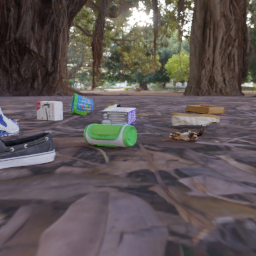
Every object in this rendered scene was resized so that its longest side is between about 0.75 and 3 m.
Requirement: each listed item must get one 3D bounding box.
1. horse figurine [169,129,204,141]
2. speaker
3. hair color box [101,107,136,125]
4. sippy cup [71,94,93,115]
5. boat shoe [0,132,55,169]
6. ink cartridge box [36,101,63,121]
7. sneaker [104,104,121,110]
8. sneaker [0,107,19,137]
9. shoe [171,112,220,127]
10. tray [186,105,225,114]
[{"bbox_3d":[1.667,0.212,8.013,1.087,0.271,0.720,-5,-11,24],"label":"horse figurine"},{"bbox_3d":[-0.469,0.180,7.176,1.354,0.599,0.599,2,8,33],"label":"speaker"},{"bbox_3d":[-0.343,-0.489,11.754,1.097,0.650,2.007,2,7,10],"label":"hair color box"},{"bbox_3d":[-2.551,-1.260,15.713,1.107,1.510,1.186,9,-23,-17],"label":"sippy cup"},{"bbox_3d":[-2.474,0.405,5.425,2.102,0.696,0.735,-4,9,-24],"label":"boat shoe"},{"bbox_3d":[-3.659,-0.803,13.042,1.191,0.874,0.493,4,9,31],"label":"ink cartridge box"},{"bbox_3d":[-0.889,-1.084,16.103,0.653,0.565,1.446,1,8,24],"label":"sneaker"},{"bbox_3d":[-4.079,-0.275,8.809,0.746,1.066,1.846,2,9,6],"label":"sneaker"},{"bbox_3d":[2.504,-0.275,10.445,1.887,0.504,0.660,4,-2,-9],"label":"shoe"},{"bbox_3d":[4.603,-1.122,16.859,1.126,0.423,2.282,-3,10,-20],"label":"tray"}]
